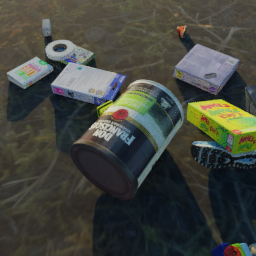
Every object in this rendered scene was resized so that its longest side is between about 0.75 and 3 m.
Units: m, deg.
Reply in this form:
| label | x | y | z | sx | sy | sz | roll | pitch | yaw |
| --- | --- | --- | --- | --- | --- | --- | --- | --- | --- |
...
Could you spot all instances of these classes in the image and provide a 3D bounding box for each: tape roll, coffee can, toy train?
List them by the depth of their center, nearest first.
| label | x | y | z | sx | sy | sz | roll | pitch | yaw |
| --- | --- | --- | --- | --- | --- | --- | --- | --- | --- |
| toy train | 2.922 | 3.735 | 6.233 | 1.339 | 0.980 | 2.315 | -2 | 49 | -19 |
| coffee can | 0.051 | 0.271 | 8.233 | 2.136 | 2.136 | 2.919 | 26 | 54 | 20 |
| tape roll | -2.951 | -3.409 | 12.233 | 1.255 | 0.229 | 1.255 | -1 | 50 | 1 |

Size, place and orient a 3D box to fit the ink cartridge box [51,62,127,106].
| label | x | y | z | sx | sy | sz | roll | pitch | yaw |
| --- | --- | --- | --- | --- | --- | --- | --- | --- | --- |
| ink cartridge box | -1.493 | -1.704 | 10.937 | 2.564 | 0.538 | 1.530 | 14 | 52 | 16 |

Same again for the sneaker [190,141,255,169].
| label | x | y | z | sx | sy | sz | roll | pitch | yaw |
| --- | --- | --- | --- | --- | --- | --- | --- | --- | --- |
| sneaker | 3.027 | 0.708 | 8.868 | 2.214 | 0.868 | 0.996 | 7 | 39 | -5 |

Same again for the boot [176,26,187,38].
| label | x | y | z | sx | sy | sz | roll | pitch | yaw |
| --- | --- | --- | --- | --- | --- | --- | --- | --- | --- |
| boot | 2.554 | -4.636 | 13.530 | 0.493 | 0.345 | 0.919 | 6 | 45 | 14 |

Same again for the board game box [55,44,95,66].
| label | x | y | z | sx | sy | sz | roll | pitch | yaw |
| --- | --- | --- | --- | --- | --- | --- | --- | --- | --- |
| board game box | -2.462 | -3.215 | 12.375 | 1.663 | 0.242 | 1.119 | 28 | 55 | 21 |

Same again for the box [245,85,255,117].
| label | x | y | z | sx | sy | sz | roll | pitch | yaw |
| --- | --- | --- | --- | --- | --- | --- | --- | --- | --- |
| box | 5.109 | -0.230 | 8.804 | 1.958 | 1.413 | 2.639 | -15 | 50 | 9 |

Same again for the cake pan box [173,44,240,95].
| label | x | y | z | sx | sy | sz | roll | pitch | yaw |
| --- | --- | --- | --- | --- | --- | --- | --- | --- | --- |
| cake pan box | 3.261 | -2.508 | 11.588 | 1.998 | 0.568 | 2.170 | 29 | 56 | 19 |

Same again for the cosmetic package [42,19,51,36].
| label | x | y | z | sx | sy | sz | roll | pitch | yaw |
| --- | --- | --- | --- | --- | --- | --- | --- | --- | --- |
| cosmetic package | -3.954 | -4.891 | 13.637 | 0.380 | 0.450 | 0.842 | -5 | 49 | -6 |

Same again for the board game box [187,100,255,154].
| label | x | y | z | sx | sy | sz | roll | pitch | yaw |
| --- | --- | --- | --- | --- | --- | --- | --- | --- | --- |
| board game box | 3.027 | -0.149 | 8.611 | 1.315 | 0.616 | 2.589 | -8 | 26 | -15 |

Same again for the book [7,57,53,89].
| label | x | y | z | sx | sy | sz | roll | pitch | yaw |
| --- | --- | --- | --- | --- | --- | --- | --- | --- | --- |
| book | -4.009 | -2.279 | 11.570 | 1.023 | 0.368 | 1.531 | 31 | 55 | 20 |

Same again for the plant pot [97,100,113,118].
| label | x | y | z | sx | sy | sz | roll | pitch | yaw |
| --- | --- | --- | --- | --- | --- | --- | --- | --- | --- |
| plant pot | -0.630 | -0.465 | 9.770 | 0.774 | 0.778 | 0.706 | -31 | 49 | -24 |
